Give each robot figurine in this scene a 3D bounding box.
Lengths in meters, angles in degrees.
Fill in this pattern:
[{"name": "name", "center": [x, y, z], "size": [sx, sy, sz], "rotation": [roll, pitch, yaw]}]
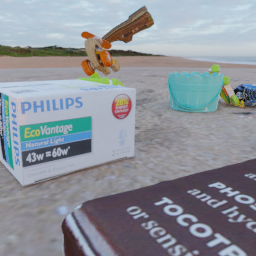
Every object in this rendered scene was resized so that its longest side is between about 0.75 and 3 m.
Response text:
[{"name": "robot figurine", "center": [-1.147, -1.178, 10.506], "size": [2.386, 1.380, 2.094], "rotation": [-1, 37, -7]}]

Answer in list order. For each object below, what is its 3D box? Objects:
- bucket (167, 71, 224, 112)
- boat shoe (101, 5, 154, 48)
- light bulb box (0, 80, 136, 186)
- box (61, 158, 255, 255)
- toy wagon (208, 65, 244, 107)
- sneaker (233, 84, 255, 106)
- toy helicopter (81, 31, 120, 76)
[{"name": "bucket", "center": [2.780, -1.559, 11.730], "size": [2.292, 1.491, 2.292], "rotation": [0, 15, 0]}, {"name": "boat shoe", "center": [-0.105, -3.128, 9.258], "size": [2.058, 0.700, 0.741], "rotation": [-26, 24, 26]}, {"name": "light bulb box", "center": [-1.571, -0.175, 6.259], "size": [2.549, 1.605, 2.571], "rotation": [-10, 19, -36]}, {"name": "box", "center": [1.159, 1.150, 0.832], "size": [2.207, 1.831, 1.812], "rotation": [-8, 16, -28]}, {"name": "toy wagon", "center": [4.313, -1.727, 12.441], "size": [0.452, 1.772, 2.284], "rotation": [-32, 56, 9]}, {"name": "sneaker", "center": [5.352, -1.329, 11.880], "size": [1.310, 1.154, 2.939], "rotation": [-4, 7, -4]}, {"name": "toy helicopter", "center": [-0.479, -1.373, 5.356], "size": [0.491, 0.824, 1.246], "rotation": [-23, -10, 19]}]
